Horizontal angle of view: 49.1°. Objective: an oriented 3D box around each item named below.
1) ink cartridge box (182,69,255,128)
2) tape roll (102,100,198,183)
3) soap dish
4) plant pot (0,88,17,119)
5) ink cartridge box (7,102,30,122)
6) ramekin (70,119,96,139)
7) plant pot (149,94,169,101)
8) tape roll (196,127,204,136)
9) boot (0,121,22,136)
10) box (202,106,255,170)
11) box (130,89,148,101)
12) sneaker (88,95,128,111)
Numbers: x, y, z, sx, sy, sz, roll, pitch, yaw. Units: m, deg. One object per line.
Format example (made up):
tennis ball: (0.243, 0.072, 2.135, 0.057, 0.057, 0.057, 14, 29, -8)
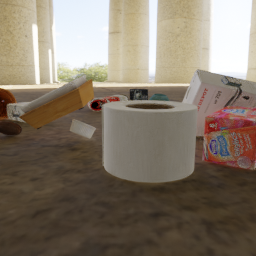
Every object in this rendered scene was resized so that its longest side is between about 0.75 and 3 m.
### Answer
ink cartridge box: (3.100, -0.792, 9.204, 2.279, 1.668, 0.978, 11, 38, -6)
tape roll: (0.490, 0.189, 6.441, 2.134, 1.465, 2.134, 0, 12, 0)
soap dish: (-2.262, -0.872, 9.372, 2.214, 0.899, 1.742, -23, 15, 14)
plant pot: (-6.140, -1.062, 13.134, 1.010, 1.443, 1.443, -12, 1, 41)
ink cartridge box: (-4.485, -0.746, 12.778, 1.765, 0.749, 1.286, 11, 16, 38)
ramekin: (-1.464, 0.042, 8.967, 0.795, 0.387, 0.795, 21, -5, 2)
plant pot: (1.554, -1.196, 13.997, 1.384, 0.932, 1.384, 6, 18, -2)
tape roll: (2.386, -0.103, 10.564, 2.100, 0.384, 2.100, 0, 12, 0)
boot: (-4.318, -0.045, 8.959, 1.407, 0.485, 1.510, 9, -2, -1)
box: (2.958, 0.130, 7.473, 1.260, 1.162, 2.455, 7, 14, 32)
box: (0.698, -1.964, 17.925, 1.069, 1.051, 0.663, 9, 15, 40)
sneaker: (-1.073, -1.380, 15.803, 2.390, 0.798, 1.281, -5, 13, -8)
